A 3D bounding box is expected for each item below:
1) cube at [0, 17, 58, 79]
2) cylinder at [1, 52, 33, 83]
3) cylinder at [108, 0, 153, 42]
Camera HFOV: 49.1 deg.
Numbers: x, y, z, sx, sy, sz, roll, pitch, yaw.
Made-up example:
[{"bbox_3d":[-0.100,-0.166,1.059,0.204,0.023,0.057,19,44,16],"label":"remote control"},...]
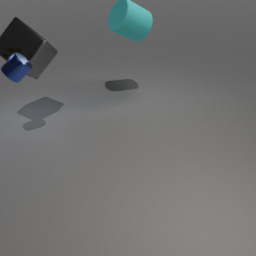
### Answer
[{"bbox_3d":[-3.678,-2.830,10.175,1.400,1.400,1.400,38,2,3],"label":"cube"},{"bbox_3d":[-3.580,-1.941,9.031,0.700,0.700,0.700,-42,32,10],"label":"cylinder"},{"bbox_3d":[0.101,-4.622,12.085,1.400,1.400,1.400,12,20,-38],"label":"cylinder"}]
